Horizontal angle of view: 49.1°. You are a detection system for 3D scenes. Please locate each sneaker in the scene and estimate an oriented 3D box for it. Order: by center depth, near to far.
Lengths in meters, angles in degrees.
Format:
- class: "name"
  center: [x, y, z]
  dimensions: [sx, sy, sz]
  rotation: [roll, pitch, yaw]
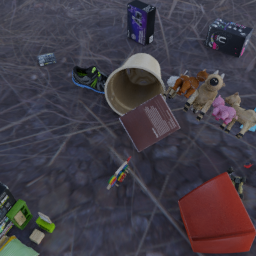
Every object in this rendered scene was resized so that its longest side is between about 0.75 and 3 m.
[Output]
- class: "sneaker"
  center: [-1.280, -1.991, 11.214]
  dimensions: [2.155, 0.893, 0.764]
  rotation: [15, 52, 12]

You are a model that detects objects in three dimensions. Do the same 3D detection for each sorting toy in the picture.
- class: "sorting toy"
  center: [-0.223, 1.414, 8.282]
  dimensions: [0.250, 0.712, 1.477]
  rotation: [34, 32, 9]

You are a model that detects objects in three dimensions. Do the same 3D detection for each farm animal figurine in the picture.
- class: "farm animal figurine"
  center: [2.559, -0.935, 8.497]
  dimensions: [2.550, 2.522, 1.330]
  rotation: [37, 87, -7]

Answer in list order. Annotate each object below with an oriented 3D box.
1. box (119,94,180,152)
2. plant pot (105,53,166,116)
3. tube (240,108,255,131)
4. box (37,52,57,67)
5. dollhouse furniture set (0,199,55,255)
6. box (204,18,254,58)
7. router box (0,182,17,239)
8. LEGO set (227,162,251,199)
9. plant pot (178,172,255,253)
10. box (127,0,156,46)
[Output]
- class: "box"
  center: [0.596, -0.166, 8.332]
  dimensions: [1.393, 1.156, 1.144]
  rotation: [-30, 94, 0]
- class: "plant pot"
  center: [0.416, -1.729, 10.420]
  dimensions: [2.159, 2.159, 1.976]
  rotation: [8, 38, 7]
- class: "tube"
  center: [4.610, -0.356, 10.197]
  dimensions: [0.507, 0.330, 1.309]
  rotation: [14, 49, 44]
- class: "box"
  center: [-3.651, -3.092, 12.628]
  dimensions: [0.768, 0.196, 0.605]
  rotation: [-17, 52, -13]
- class: "dollhouse furniture set"
  center: [-2.777, 2.851, 7.080]
  dimensions: [1.063, 0.814, 1.622]
  rotation: [21, 52, 17]
- class: "box"
  center: [4.643, -4.201, 12.988]
  dimensions: [1.782, 1.089, 0.945]
  rotation: [29, 56, 23]
- class: "router box"
  center: [-3.645, 2.476, 6.948]
  dimensions: [0.625, 1.507, 2.011]
  rotation: [21, 52, 17]
- class: "LEGO set"
  center: [4.400, 1.440, 8.408]
  dimensions: [2.749, 0.779, 1.785]
  rotation: [0, 58, 16]
- class: "plant pot"
  center: [2.133, 2.326, 7.149]
  dimensions: [1.398, 1.586, 1.585]
  rotation: [-17, 50, 2]
- class: "box"
  center: [0.602, -4.948, 13.217]
  dimensions: [1.217, 1.724, 0.680]
  rotation: [37, 58, 27]
